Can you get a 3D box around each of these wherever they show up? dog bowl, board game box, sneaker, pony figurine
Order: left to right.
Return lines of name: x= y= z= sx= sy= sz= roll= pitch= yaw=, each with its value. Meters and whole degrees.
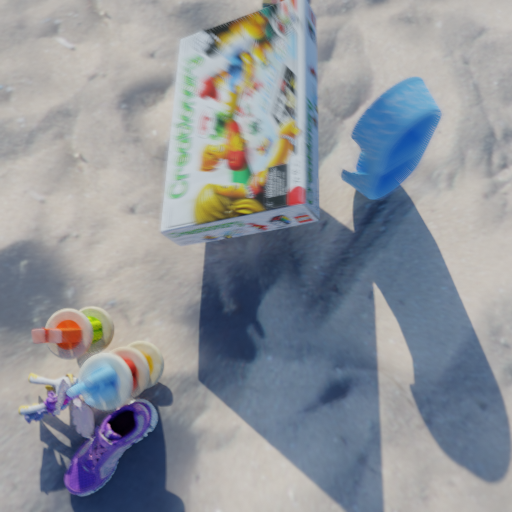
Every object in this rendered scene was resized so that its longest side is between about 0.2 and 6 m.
pony figurine: x=-3.469 y=2.545 z=10.074 sx=1.443 sy=1.202 sz=1.393 roll=-14 pitch=40 yaw=8
sneaker: x=-2.632 y=3.314 z=9.859 sx=0.794 sy=0.873 sz=1.975 roll=39 pitch=75 yaw=13
board game box: x=-0.274 y=-2.672 z=11.058 sx=2.969 sy=0.814 sz=4.703 roll=-10 pitch=65 yaw=26
dog bowl: x=2.645 y=-2.144 z=10.981 sx=1.668 sy=2.992 sz=0.742 roll=-32 pitch=70 yaw=-13

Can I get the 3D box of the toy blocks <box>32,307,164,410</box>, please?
toy blocks: x=-2.858 y=1.694 z=9.491 sx=2.134 sy=2.560 sz=0.930 roll=33 pitch=92 yaw=8

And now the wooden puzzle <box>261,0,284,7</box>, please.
wooden puzzle: x=0.770 y=-6.883 z=14.531 sx=1.162 sy=0.138 sz=1.960 roll=6 pitch=67 yaw=3
